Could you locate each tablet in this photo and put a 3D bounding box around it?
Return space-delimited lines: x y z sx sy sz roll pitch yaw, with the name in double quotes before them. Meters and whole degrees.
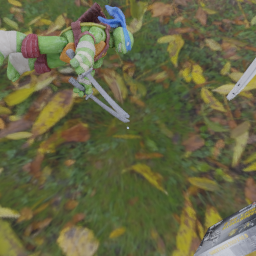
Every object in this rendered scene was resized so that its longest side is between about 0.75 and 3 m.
"tablet" 3.201 -1.793 6.129 0.180 1.712 2.631 41 64 14

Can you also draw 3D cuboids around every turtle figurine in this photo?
"turtle figurine" -1.320 -1.172 6.211 2.906 2.997 2.157 0 22 0

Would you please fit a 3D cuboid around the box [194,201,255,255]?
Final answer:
"box" 1.750 1.729 4.569 0.313 1.297 1.027 52 32 12
